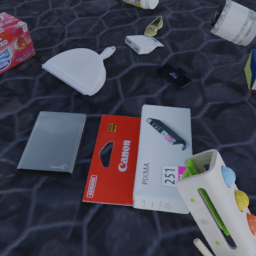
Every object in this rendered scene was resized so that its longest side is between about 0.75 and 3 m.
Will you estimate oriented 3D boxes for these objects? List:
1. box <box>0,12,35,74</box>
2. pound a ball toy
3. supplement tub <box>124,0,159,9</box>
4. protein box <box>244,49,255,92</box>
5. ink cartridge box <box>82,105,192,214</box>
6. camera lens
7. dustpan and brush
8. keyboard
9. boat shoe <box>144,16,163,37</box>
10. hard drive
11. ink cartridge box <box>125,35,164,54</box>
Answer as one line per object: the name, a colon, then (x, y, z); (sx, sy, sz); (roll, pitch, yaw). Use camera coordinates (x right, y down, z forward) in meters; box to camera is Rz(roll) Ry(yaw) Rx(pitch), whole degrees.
box: (-4.766, -2.702, 9.589); (1.349, 1.292, 2.706); (32, 56, 25)
pound a ball toy: (0.998, 0.951, 2.864); (0.533, 1.256, 0.819); (-24, 13, 31)
supplement tub: (0.582, -6.025, 12.601); (1.478, 1.069, 1.069); (28, 55, 23)
protein box: (4.649, -1.837, 9.141); (1.255, 0.847, 1.246); (6, 50, 5)
ink cartridge box: (0.332, 0.592, 7.211); (2.532, 0.635, 2.917); (6, 50, 3)
camera lens: (3.074, -3.034, 8.104); (1.216, 0.973, 0.973); (24, 51, -2)
dustpan and brush: (-1.282, -2.250, 9.687); (1.955, 0.802, 2.802); (33, 63, 13)
keyboard: (1.633, -1.802, 9.584); (0.754, 0.161, 1.255); (-34, 58, -18)
boat shoe: (1.052, -4.136, 11.387); (0.472, 0.407, 1.293); (26, 51, 21)
hard drive: (-1.971, 0.393, 7.569); (1.383, 0.326, 1.982); (4, 49, 3)
ink cartridge box: (0.646, -3.241, 10.820); (1.208, 0.285, 0.967); (-15, 48, -35)
